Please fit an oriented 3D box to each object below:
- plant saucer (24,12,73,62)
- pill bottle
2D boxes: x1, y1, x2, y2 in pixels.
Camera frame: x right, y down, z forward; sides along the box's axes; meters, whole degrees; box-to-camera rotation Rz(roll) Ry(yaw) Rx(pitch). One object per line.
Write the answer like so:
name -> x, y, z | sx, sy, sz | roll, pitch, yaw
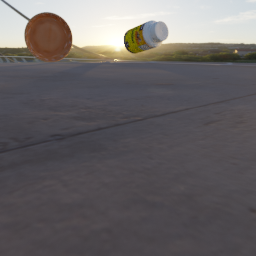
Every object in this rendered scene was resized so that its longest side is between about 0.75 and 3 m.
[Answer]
plant saucer -> -3.181, -3.617, 11.226 | 1.904, 1.904, 0.356 | -8, 19, -25
pill bottle -> 0.613, -3.145, 9.659 | 0.894, 0.894, 1.637 | -12, 8, -36
